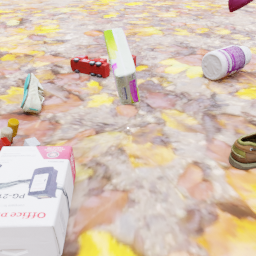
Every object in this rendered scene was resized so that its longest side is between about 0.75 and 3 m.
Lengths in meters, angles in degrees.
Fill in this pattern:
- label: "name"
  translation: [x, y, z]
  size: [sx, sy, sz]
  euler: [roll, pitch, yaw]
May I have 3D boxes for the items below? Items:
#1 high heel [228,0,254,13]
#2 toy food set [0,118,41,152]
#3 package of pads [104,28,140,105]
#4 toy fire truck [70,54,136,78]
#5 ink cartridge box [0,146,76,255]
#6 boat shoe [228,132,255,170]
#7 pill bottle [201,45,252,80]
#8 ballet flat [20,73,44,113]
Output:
- label: "high heel"
  translation: [3.680, -3.828, 7.943]
  size: [1.689, 0.812, 0.570]
  euler: [-8, 52, 2]
- label: "toy food set"
  translation: [-2.962, 0.608, 7.501]
  size: [1.760, 0.792, 0.840]
  euler: [43, 36, 23]
- label: "package of pads"
  translation: [-0.093, -1.020, 4.746]
  size: [0.370, 0.838, 1.085]
  euler: [-14, 59, 0]
- label: "toy fire truck"
  translation: [-1.093, -2.915, 12.602]
  size: [2.544, 0.620, 1.794]
  euler: [15, 36, 23]
- label: "ink cartridge box"
  translation: [-2.077, 1.418, 5.851]
  size: [1.645, 0.959, 2.273]
  euler: [-1, 34, -1]
- label: "boat shoe"
  translation: [3.870, 0.435, 7.423]
  size: [2.455, 0.835, 0.883]
  euler: [-14, 36, -19]
- label: "pill bottle"
  translation: [4.281, -2.864, 12.001]
  size: [2.151, 1.208, 1.208]
  euler: [-22, 40, -29]
- label: "ballet flat"
  translation: [-3.428, -1.218, 10.181]
  size: [0.732, 0.792, 2.349]
  euler: [19, 30, -26]
